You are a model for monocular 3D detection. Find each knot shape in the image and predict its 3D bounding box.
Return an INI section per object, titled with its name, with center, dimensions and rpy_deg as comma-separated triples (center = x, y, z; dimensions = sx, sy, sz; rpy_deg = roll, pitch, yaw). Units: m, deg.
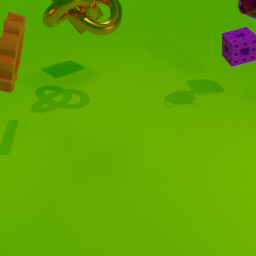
[knot shape]
center = -1.314, -3.075, 7.170
dimensions = 2.041, 0.943, 1.910
rpy_deg = -12, 37, -33

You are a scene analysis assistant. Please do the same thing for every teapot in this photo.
[teapot]
center = 3.382, -3.190, 6.844
dimensions = 1.847, 1.148, 0.904
rpy_deg = -28, 77, -19

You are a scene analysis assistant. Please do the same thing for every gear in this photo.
[gear]
center = -2.354, -1.505, 5.646
dimensions = 0.286, 1.544, 1.544
rpy_deg = 11, 33, -18

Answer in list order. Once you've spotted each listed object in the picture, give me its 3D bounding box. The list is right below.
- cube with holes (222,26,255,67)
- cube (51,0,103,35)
[cube with holes]
center = 3.635, -2.660, 9.159
dimensions = 0.835, 0.835, 0.835
rpy_deg = -15, 41, 3
[cube]
center = -1.722, -4.152, 9.612
dimensions = 1.097, 1.097, 1.097
rpy_deg = -41, 73, 5
